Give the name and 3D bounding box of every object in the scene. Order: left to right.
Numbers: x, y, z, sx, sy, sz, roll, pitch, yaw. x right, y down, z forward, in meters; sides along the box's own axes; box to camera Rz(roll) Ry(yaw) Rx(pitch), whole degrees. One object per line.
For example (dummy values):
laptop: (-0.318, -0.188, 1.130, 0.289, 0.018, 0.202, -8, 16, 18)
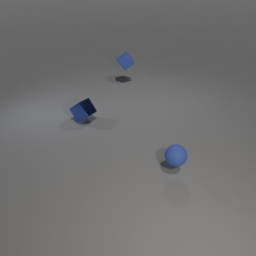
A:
cube: (-1.899, -0.752, 11.918, 0.700, 0.700, 0.700, -28, 6, 35)
cube: (-0.133, -3.707, 15.506, 0.700, 0.700, 0.700, -35, 21, 4)
ball: (1.494, 0.850, 8.687, 0.700, 0.700, 0.700, 0, 30, 0)
